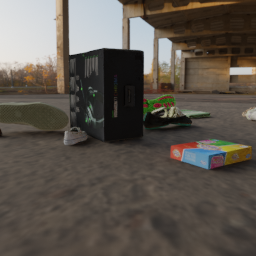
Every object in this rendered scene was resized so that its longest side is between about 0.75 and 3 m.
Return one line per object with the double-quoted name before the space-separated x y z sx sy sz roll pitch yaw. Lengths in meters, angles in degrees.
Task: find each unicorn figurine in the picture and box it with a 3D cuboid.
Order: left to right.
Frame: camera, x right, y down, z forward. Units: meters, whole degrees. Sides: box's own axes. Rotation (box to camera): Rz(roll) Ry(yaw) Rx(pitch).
"unicorn figurine" 5.746 -0.572 11.846 1.490 0.801 2.170 -14 -1 -21

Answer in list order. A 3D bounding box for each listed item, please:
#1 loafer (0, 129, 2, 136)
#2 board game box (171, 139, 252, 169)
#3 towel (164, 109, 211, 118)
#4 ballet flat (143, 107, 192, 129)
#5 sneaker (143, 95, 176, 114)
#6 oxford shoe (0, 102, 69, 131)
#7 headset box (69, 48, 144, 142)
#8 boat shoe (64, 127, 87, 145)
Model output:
"loafer" -4.155 0.133 8.419 0.274 0.266 0.750 5 10 29
"board game box" 1.750 0.515 5.905 1.358 0.274 1.039 -6 11 -34
"towel" 2.957 -0.709 14.125 1.519 0.233 1.992 -5 11 -30
"ballet flat" 1.535 -0.394 10.289 2.175 0.744 0.740 -5 9 -32
"sneaker" 1.168 -1.068 14.814 2.699 1.036 1.130 -4 -21 -2
"oxford shoe" -3.274 -0.451 9.589 2.520 0.947 0.728 5 6 -2
"headset box" -0.730 -1.067 8.698 1.352 2.538 2.915 -5 10 -30
"boat shoe" -1.416 0.165 7.758 0.444 0.403 1.208 1 9 6
